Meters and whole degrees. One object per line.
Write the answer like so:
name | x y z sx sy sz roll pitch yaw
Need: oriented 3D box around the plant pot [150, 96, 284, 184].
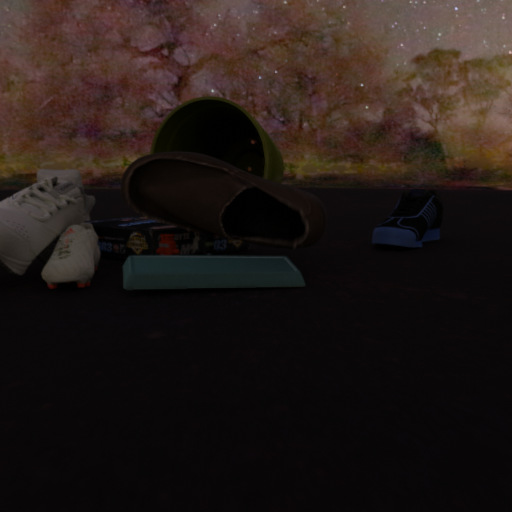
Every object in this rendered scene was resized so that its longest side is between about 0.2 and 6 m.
plant pot | -0.490 -1.771 11.087 2.363 2.363 2.276 3 7 21

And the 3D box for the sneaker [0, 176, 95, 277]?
sneaker | -3.519 -0.638 8.764 1.268 1.482 3.402 41 3 -8

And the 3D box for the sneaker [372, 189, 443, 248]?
sneaker | 3.466 -0.895 12.712 1.106 1.228 3.153 6 10 30

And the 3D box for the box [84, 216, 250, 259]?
box | -2.021 -0.420 11.541 2.759 0.691 2.780 5 10 39

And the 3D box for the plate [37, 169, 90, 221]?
plate | -4.371 -1.087 12.625 1.711 1.707 0.277 7 22 40

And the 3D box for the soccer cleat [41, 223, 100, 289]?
soccer cleat | -2.789 -0.034 8.515 0.739 0.828 2.134 -1 9 -8

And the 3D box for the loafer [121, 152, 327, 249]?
loafer | -0.555 -0.924 9.071 3.507 1.281 1.245 11 10 4

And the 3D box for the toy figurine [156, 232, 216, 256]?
toy figurine | -1.161 -0.044 9.225 0.967 0.673 0.952 -3 5 -13

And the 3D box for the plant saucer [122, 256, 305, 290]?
plant saucer | -0.604 0.208 8.014 2.534 0.240 0.886 1 19 -15
